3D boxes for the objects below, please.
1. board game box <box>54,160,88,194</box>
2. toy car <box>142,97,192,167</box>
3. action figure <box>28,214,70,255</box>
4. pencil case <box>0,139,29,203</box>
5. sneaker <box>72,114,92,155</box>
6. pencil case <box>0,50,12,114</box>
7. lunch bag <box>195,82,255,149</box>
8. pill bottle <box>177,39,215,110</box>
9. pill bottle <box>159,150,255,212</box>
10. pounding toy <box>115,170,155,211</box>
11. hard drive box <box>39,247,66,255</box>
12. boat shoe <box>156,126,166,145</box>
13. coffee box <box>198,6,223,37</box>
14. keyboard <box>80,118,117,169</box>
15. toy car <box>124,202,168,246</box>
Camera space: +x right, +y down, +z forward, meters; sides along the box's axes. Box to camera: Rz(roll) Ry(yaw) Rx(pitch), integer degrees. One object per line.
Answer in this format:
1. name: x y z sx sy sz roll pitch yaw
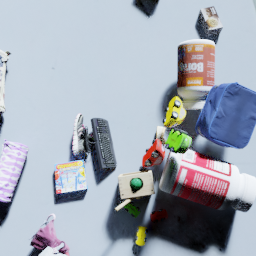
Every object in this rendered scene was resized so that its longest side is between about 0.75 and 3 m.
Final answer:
1. board game box: -2.075 1.782 10.197 1.098 0.307 1.075 -9 72 -3
2. toy car: 1.452 0.365 9.066 0.611 2.579 2.741 24 94 -12
3. action figure: -2.459 3.929 9.377 1.613 1.201 1.080 41 114 -3
4. pencil case: -4.286 1.509 9.936 0.953 0.936 2.230 22 68 -28
5. sneaker: -1.697 0.243 10.587 0.704 0.593 1.609 2 70 -6
6. pencil case: -5.309 -1.814 10.976 1.248 1.085 2.789 -11 71 15
7. lunch bag: 3.389 -0.516 9.593 1.540 1.499 2.266 24 91 -9
8. pill bottle: 2.561 -1.942 10.584 1.395 1.395 2.487 0 92 0
9. pill bottle: 2.665 1.778 9.498 2.915 1.636 1.636 18 73 6
10. pounding toy: 0.212 2.055 9.450 1.333 1.448 1.029 -9 85 2
11. hard drive box: -1.844 5.218 8.423 2.636 1.012 2.055 25 83 4
12. boat shoe: 1.255 0.475 10.573 0.398 0.424 1.151 3 71 6
13. coffee box: 3.600 -4.673 12.259 0.658 0.465 1.164 -13 72 -4
14. keyboard: -1.079 0.533 10.367 1.250 0.203 1.967 0 67 -35
15. toy car: 0.443 3.096 9.756 1.403 0.333 1.491 41 76 13
